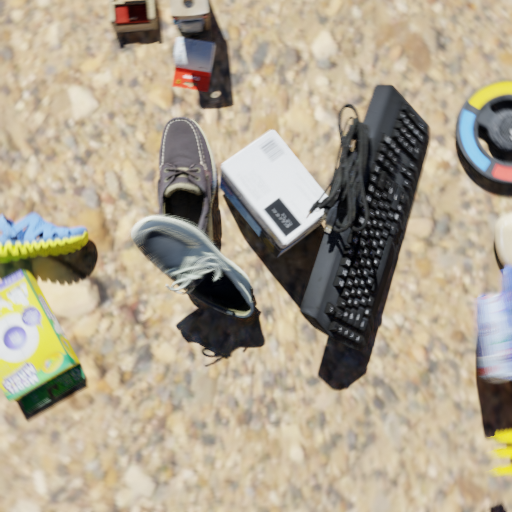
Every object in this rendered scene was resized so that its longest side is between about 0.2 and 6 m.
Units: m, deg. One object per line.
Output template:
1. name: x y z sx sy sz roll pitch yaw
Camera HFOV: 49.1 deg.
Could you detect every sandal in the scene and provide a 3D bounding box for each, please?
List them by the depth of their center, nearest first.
1. sandal: -4.075 -0.404 10.327 1.925 0.765 0.838 -5 79 -2

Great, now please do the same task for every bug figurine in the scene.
1. bug figurine: 5.142 3.907 8.466 4.084 1.051 3.167 -5 95 -17

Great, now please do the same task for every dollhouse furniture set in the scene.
1. dollhouse furniture set: -1.870 -4.703 10.536 1.934 1.363 1.355 -5 83 -2

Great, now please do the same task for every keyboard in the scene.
1. keyboard: 2.027 -0.746 9.574 2.363 0.899 4.539 27 76 -35

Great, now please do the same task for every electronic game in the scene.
1. electronic game: 4.851 -2.370 10.708 2.081 0.433 2.081 0 82 0

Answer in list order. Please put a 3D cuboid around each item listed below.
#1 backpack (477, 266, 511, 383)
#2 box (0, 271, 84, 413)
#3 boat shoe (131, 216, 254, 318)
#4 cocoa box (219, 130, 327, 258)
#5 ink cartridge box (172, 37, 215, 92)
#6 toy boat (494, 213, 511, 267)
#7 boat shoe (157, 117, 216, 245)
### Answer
1. backpack: 4.684 1.225 9.459 1.791 2.326 2.215 1 80 20
2. box: -4.214 1.580 10.159 1.335 0.550 2.276 -31 85 -3
3. boat shoe: -0.993 0.274 9.439 0.961 0.793 2.566 -40 126 11
4. cocoa box: 0.325 -1.080 10.124 1.202 1.182 1.802 -37 84 -11
5. ink cartridge box: -1.239 -3.728 10.915 0.737 0.218 0.921 9 94 1
6. toy boat: 5.195 -0.271 10.274 1.498 0.696 1.259 -13 96 20
7. boat shoe: -1.290 -1.178 10.259 1.068 0.962 2.969 -1 85 1
